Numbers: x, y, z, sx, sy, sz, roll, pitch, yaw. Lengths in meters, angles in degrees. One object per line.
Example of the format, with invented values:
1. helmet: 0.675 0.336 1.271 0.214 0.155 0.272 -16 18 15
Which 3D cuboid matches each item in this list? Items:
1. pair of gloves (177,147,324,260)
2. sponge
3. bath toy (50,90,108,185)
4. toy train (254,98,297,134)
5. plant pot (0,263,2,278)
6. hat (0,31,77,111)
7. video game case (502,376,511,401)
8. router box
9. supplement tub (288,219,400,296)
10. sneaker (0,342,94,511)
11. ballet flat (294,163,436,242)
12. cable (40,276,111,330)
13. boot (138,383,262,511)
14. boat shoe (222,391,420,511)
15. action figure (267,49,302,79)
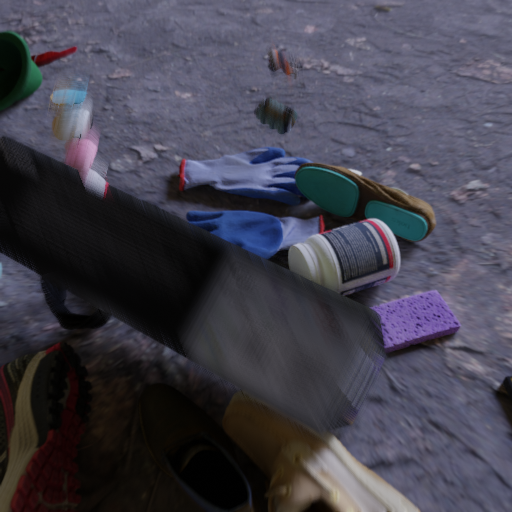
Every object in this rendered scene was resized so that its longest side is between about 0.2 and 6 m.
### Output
1. pair of gloves: -0.175 -0.882 10.284 2.868 0.406 3.568 -1 45 1
2. sponge: 2.326 1.000 8.566 1.370 0.204 0.764 -13 47 -13
3. bath toy: -2.595 -1.597 8.315 0.606 1.640 0.713 14 35 29
4. toy train: 0.390 -2.786 11.106 0.894 0.381 0.509 36 93 24
5. plant pot: -5.127 0.030 8.831 1.756 1.183 1.756 0 46 0
6. hat: -5.483 -4.135 13.515 2.268 1.997 1.879 -29 76 14
7. video game case: 4.348 2.164 7.431 1.594 0.203 1.440 -6 46 -4
8. router box: -0.674 0.497 6.557 4.288 3.371 1.120 26 82 18
9. supplement tub: 1.380 0.082 8.855 1.514 1.062 1.062 -16 48 -15
10. sneaker: -2.743 2.521 6.487 1.191 1.285 3.189 -16 39 6
11. ballet flat: 2.017 -1.100 10.206 2.651 0.899 0.959 23 38 18
12. cable: -2.641 0.392 8.586 0.394 1.264 1.549 -20 44 45
13. boot: -0.695 2.244 6.604 0.975 1.265 2.609 -27 51 -24
14. boat shoe: 0.602 2.647 6.365 2.847 1.050 0.985 31 48 26
15. action figure: 0.467 -3.291 9.535 0.614 0.332 0.635 35 35 -10
